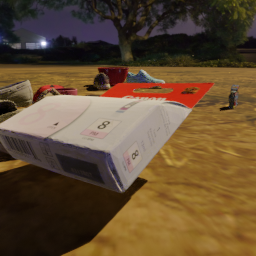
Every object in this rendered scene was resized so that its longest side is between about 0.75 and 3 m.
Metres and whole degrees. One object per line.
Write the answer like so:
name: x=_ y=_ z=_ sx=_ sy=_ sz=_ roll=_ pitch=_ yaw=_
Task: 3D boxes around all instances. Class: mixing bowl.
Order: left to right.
mixing bowl: x=-0.928 y=-3.271 z=17.692 sx=2.011 sy=1.089 sz=2.011 roll=1 pitch=14 yaw=0

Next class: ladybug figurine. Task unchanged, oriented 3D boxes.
ladybug figurine: x=-2.673 y=-1.099 z=9.925 sx=1.435 sy=0.761 sz=2.114 roll=-5 pitch=15 yaw=-20

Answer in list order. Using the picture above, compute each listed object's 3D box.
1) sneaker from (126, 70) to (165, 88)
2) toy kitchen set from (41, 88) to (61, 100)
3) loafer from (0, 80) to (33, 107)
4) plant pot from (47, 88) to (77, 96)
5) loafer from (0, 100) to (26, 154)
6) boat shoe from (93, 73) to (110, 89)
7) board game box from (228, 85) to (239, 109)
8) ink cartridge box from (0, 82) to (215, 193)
sneaker: x=0.967 y=-2.871 z=16.300 sx=2.467 sy=1.011 sz=0.912 roll=6 pitch=17 yaw=23
toy kitchen set: x=-2.172 y=-0.329 z=7.834 sx=1.066 sy=0.961 sz=0.869 roll=-39 pitch=13 yaw=51
loafer: x=-4.787 y=-1.179 z=9.730 sx=2.902 sy=1.013 sz=1.015 roll=-13 pitch=19 yaw=-40
plant pot: x=-2.021 y=-0.807 z=8.713 sx=0.904 sy=0.809 sz=0.904 roll=0 pitch=15 yaw=0
loafer: x=-2.750 y=-0.132 z=5.882 sx=2.670 sy=0.912 sz=1.010 roll=9 pitch=17 yaw=30
boat shoe: x=-1.502 y=-2.738 z=16.104 sx=0.935 sy=0.843 sz=2.601 roll=-2 pitch=15 yaw=-9
board game box: x=3.762 y=-1.128 z=10.002 sx=0.243 sy=0.787 sz=0.788 roll=9 pitch=17 yaw=30
ink cartridge box: x=-0.237 y=-0.349 z=4.244 sx=2.188 sy=0.768 sz=2.692 roll=8 pitch=41 yaw=38
